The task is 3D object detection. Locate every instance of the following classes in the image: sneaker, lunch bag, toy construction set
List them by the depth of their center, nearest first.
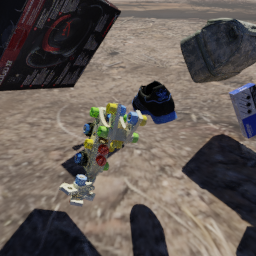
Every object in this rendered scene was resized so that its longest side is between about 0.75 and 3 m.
[{"bbox_3d":[-0.361,0.316,3.671,0.662,1.438,0.943,28,4,-34],"label":"toy construction set"},{"bbox_3d":[0.442,-0.598,5.434,0.606,0.673,1.727,-20,18,-12],"label":"sneaker"},{"bbox_3d":[2.659,-2.128,7.446,2.008,1.399,1.685,-12,-6,-44],"label":"lunch bag"}]

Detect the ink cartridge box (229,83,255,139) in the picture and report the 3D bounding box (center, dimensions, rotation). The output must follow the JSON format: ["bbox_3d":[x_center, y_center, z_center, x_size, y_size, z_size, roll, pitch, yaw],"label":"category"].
[{"bbox_3d":[2.381,-0.328,5.509,0.468,0.995,0.220,-25,18,0],"label":"ink cartridge box"}]

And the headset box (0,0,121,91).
[{"bbox_3d":[-1.512,-1.684,4.753,0.994,1.969,2.650,43,23,11],"label":"headset box"}]
